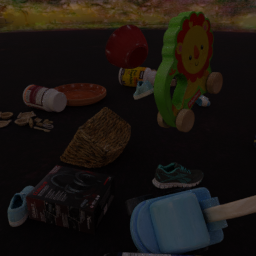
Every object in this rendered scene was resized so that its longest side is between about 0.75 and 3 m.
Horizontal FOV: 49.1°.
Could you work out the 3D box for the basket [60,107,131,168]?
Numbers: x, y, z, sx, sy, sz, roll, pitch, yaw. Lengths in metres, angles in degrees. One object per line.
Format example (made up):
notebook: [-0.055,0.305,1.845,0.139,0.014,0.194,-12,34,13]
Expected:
basket: [-0.935,0.549,9.376,1.485,1.550,2.081,38,31,2]

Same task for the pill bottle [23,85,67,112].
pill bottle: [-3.842,-1.359,12.992,1.867,1.066,1.066,15,29,28]

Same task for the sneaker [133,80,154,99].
sneaker: [0.441,-1.192,8.478,0.442,0.490,1.195,-26,6,-23]

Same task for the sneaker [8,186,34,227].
sneaker: [-2.570,1.756,6.895,0.491,0.544,1.329,-1,25,-4]

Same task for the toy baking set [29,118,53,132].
toy baking set: [-3.534,-0.175,11.397,0.951,0.144,1.239,1,25,-17]

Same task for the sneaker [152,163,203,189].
sneaker: [1.423,1.269,7.793,1.474,0.672,0.572,-5,26,-13]

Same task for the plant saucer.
plant saucer: [-2.568,-1.728,14.523,2.876,0.464,2.876,1,24,0]

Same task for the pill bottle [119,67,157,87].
pill bottle: [0.621,-2.967,16.333,2.137,1.168,1.168,10,27,22]

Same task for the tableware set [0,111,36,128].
tableware set: [-4.868,-0.404,11.954,1.781,0.207,1.487,-4,26,-10]

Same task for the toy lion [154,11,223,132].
toy lion: [1.681,-1.764,8.160,0.996,2.782,2.902,16,55,43]

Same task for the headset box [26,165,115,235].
headset box: [-1.422,1.665,6.877,1.880,0.726,1.399,9,26,15]

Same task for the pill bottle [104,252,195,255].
pill bottle: [0.189,2.582,4.229,2.294,1.283,1.283,1,25,3]

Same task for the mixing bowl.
mixing bowl: [0.122,-2.995,10.989,1.795,1.795,0.972,-16,49,-31]

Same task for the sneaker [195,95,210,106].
sneaker: [3.675,-1.384,13.857,0.494,0.468,1.223,7,30,-7]

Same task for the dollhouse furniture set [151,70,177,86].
dollhouse furniture set: [2.448,-3.049,16.908,1.901,0.842,0.985,-7,26,-16]

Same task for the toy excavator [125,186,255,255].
toy excavator: [1.348,1.539,4.837,2.470,1.269,2.541,-9,-18,-14]

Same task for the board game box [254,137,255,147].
board game box: [5.025,0.520,9.810,1.078,0.332,1.077,13,27,26]
